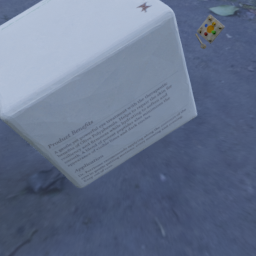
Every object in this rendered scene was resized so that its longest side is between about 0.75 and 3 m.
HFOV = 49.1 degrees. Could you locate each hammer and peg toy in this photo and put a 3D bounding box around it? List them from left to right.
[{"bbox_3d":[2.284,-2.758,8.096,0.297,0.842,0.619,-11,56,-53],"label":"hammer and peg toy"}]

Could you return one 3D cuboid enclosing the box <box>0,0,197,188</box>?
[{"bbox_3d":[-0.589,-0.855,4.513,2.335,2.010,2.346,-32,49,-2],"label":"box"}]
